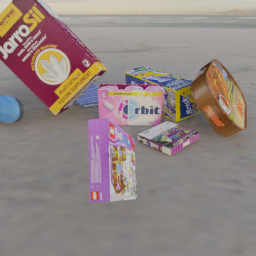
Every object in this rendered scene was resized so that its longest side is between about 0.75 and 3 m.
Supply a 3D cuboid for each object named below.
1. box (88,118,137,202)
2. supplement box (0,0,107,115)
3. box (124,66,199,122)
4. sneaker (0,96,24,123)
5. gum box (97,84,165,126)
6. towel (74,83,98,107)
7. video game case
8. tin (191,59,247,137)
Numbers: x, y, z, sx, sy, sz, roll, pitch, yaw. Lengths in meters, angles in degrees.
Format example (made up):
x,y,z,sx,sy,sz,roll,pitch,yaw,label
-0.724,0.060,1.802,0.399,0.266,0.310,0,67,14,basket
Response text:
x,y,z,sx,sy,sz,roll,pitch,yaw,label
-0.168,0.513,3.908,0.280,0.980,1.433,-6,-15,13,box
-2.205,-2.031,7.804,1.827,2.792,1.441,-44,7,9,supplement box
0.941,-1.161,8.740,0.895,0.975,2.783,-19,29,-24,box
-3.741,-0.572,7.423,2.216,0.731,0.869,15,12,28,sneaker
0.105,-0.632,7.540,1.757,0.997,0.581,1,24,2,gum box
-1.390,-1.197,9.839,1.463,0.241,2.020,-16,28,-31,towel
0.947,0.201,6.542,1.100,0.197,0.997,-24,33,-39,video game case
2.396,-0.825,7.206,0.610,1.630,2.912,-39,5,33,tin
